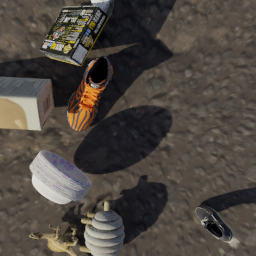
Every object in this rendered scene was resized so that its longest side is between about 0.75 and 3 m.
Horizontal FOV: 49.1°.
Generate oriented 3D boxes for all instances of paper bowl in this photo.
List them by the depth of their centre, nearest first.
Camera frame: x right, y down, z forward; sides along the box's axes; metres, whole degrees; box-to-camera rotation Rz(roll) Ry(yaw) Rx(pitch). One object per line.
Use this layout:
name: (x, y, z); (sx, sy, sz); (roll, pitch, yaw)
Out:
paper bowl: (-1.903, 1.400, 7.643); (1.680, 1.680, 0.874); (36, 89, 3)

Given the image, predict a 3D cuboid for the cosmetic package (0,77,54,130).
cosmetic package: (-3.740, -0.765, 8.051); (2.848, 1.498, 1.012); (3, 121, 2)

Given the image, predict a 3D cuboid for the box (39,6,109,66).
box: (-1.654, -2.740, 8.198); (2.030, 0.501, 1.621); (24, 86, 46)

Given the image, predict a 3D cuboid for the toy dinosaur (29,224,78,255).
toy dinosaur: (-1.869, 3.377, 8.243); (1.956, 0.569, 0.989); (38, 107, -9)

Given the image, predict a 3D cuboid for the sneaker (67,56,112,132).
sneaker: (-1.151, -1.026, 8.168); (0.930, 1.342, 2.396); (18, 90, -12)

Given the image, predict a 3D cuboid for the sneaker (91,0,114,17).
sneaker: (-0.921, -4.263, 8.740); (1.102, 0.864, 2.219); (15, 83, 1)

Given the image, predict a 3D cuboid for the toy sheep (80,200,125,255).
toy sheep: (-0.692, 2.990, 8.027); (1.270, 1.270, 1.843); (3, 99, 0)

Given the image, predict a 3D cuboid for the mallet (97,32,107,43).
mallet: (-0.953, -2.828, 8.393); (0.302, 0.188, 0.916); (-48, 50, -2)

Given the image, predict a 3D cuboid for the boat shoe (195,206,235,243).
boat shoe: (2.350, 2.659, 7.953); (0.455, 1.450, 0.527); (20, 100, -33)
